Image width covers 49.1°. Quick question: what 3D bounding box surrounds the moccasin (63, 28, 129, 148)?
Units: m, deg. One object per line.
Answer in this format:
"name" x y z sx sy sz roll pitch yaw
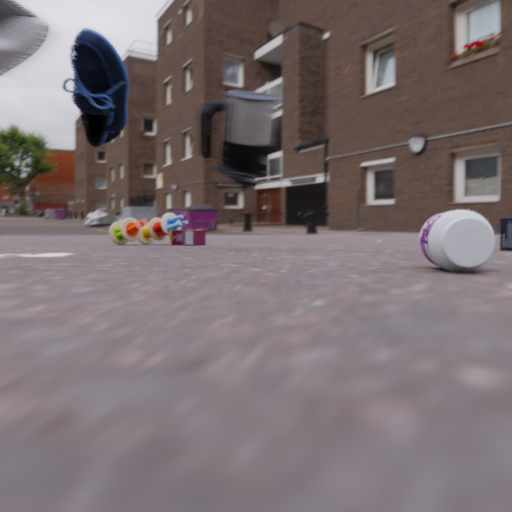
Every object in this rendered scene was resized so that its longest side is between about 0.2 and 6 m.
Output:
"moccasin" -3.268 -3.305 11.732 1.186 1.005 2.948 26 -26 11

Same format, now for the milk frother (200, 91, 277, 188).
"milk frother" -0.209 -2.276 10.888 1.514 1.578 1.678 -9 28 -29

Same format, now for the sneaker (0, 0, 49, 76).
"sneaker" -2.914 -2.137 5.438 0.624 0.875 1.765 -45 10 44

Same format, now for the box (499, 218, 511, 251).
"box" 5.551 -0.418 10.740 1.269 0.661 1.156 -1 2 -34

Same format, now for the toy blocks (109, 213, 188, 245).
"toy blocks" -2.834 -0.758 14.949 1.497 0.652 1.797 -3 -8 -45

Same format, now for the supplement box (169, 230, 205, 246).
"supplement box" -1.816 -0.477 14.772 0.821 0.424 0.537 2 3 31

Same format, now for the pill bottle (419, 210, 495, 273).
"pill bottle" 1.928 -0.143 5.381 0.596 0.596 1.061 0 3 8
